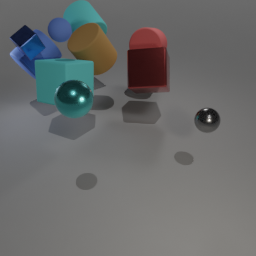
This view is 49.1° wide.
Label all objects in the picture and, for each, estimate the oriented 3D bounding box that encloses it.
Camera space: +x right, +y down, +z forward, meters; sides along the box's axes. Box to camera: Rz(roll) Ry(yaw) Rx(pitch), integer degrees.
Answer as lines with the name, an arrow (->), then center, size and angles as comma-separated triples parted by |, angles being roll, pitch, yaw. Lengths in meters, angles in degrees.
cylinder -> -1.327, -2.966, 10.604 | 1.400, 1.400, 1.400 | -14, 56, 22
cube -> 0.804, -2.100, 10.472 | 1.400, 1.400, 1.400 | -1, -1, 13
cylinder -> -1.829, -4.420, 11.953 | 1.400, 1.400, 1.400 | -24, 69, -32
cylinder -> -3.571, -2.846, 10.949 | 1.400, 1.400, 1.400 | 32, 76, 40
cube -> -2.136, -1.587, 9.560 | 1.400, 1.400, 1.400 | 12, 21, 28
ball -> -2.038, -2.930, 8.377 | 0.700, 0.700, 0.700 | 0, 32, 0
ball -> 2.184, -0.212, 7.720 | 0.700, 0.700, 0.700 | 0, 32, 0
ball -> -0.979, -0.523, 5.089 | 0.700, 0.700, 0.700 | 0, 32, 0
cylinder -> 0.895, -3.576, 12.055 | 1.400, 1.400, 1.400 | 9, 20, 14
cube -> -3.366, -2.863, 9.420 | 0.700, 0.700, 0.700 | -45, 65, -10
